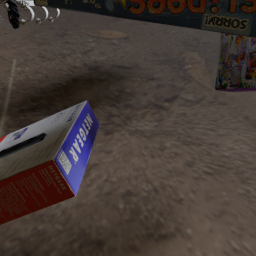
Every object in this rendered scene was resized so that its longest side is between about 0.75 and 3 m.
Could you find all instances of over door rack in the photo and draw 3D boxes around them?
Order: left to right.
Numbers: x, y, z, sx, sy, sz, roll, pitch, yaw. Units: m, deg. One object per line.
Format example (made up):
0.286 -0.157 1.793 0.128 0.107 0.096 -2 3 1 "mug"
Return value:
-1.969 -2.238 4.420 1.592 0.530 1.176 42 22 -11 "over door rack"

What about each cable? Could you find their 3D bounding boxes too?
-1.852 -1.926 4.430 0.203 0.798 0.651 -29 56 -20 "cable"

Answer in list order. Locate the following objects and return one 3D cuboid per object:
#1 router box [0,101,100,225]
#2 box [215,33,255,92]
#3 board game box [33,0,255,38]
-1.402 0.455 3.848 1.809 0.492 2.016 -23 20 10 "router box"
2.080 -1.737 4.333 0.454 2.323 1.590 3 5 -15 "box"
0.614 -1.515 2.907 2.753 0.474 1.863 21 38 29 "board game box"
